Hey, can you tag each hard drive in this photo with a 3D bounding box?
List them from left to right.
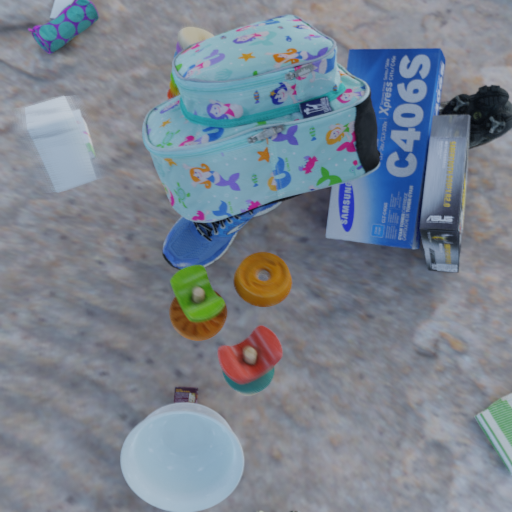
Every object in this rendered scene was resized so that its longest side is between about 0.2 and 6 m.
[{"bbox_3d":[-4.521,-5.900,13.243,0.526,0.106,0.797,8,76,2],"label":"hard drive"}]

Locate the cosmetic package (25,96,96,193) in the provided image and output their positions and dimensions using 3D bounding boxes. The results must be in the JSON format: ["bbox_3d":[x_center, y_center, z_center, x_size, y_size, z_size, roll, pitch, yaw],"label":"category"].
[{"bbox_3d":[-3.103,-1.785,8.901,0.678,1.103,1.099,-20,37,-11],"label":"cosmetic package"}]

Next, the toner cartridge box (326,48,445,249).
[{"bbox_3d":[2.527,-2.086,11.017,1.773,0.806,3.732,8,96,26],"label":"toner cartridge box"}]

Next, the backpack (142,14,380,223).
[{"bbox_3d":[-0.101,-2.188,9.179,3.537,2.663,3.140,-24,36,1],"label":"backpack"}]

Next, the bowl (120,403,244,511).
[{"bbox_3d":[-1.292,3.480,10.202,2.156,0.969,2.156,0,107,0],"label":"bowl"}]

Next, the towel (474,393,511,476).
[{"bbox_3d":[5.344,3.229,10.863,1.822,0.213,1.389,-28,78,-8],"label":"towel"}]

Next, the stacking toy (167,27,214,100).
[{"bbox_3d":[-1.292,-3.235,10.436,0.790,1.850,0.790,14,46,-15],"label":"stacking toy"}]

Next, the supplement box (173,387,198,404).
[{"bbox_3d":[-1.374,2.944,10.857,0.432,0.336,0.784,3,76,1],"label":"supplement box"}]

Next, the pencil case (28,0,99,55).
[{"bbox_3d":[-4.365,-5.289,12.769,1.502,0.694,0.639,-43,47,-10],"label":"pencil case"}]

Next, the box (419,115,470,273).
[{"bbox_3d":[3.626,-1.051,10.653,0.657,2.720,2.154,6,75,21],"label":"box"}]

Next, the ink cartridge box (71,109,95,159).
[{"bbox_3d":[-3.976,-2.606,12.267,0.622,0.358,1.062,-17,76,-4],"label":"ink cartridge box"}]

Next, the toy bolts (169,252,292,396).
[{"bbox_3d":[-0.218,1.212,9.267,2.057,1.493,2.153,-21,62,-15],"label":"toy bolts"}]

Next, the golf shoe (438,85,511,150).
[{"bbox_3d":[3.536,-2.574,11.878,3.559,1.682,1.384,-1,92,24],"label":"golf shoe"}]

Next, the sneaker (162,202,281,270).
[{"bbox_3d":[-0.652,-0.976,11.314,3.161,1.409,1.242,-42,79,-9],"label":"sneaker"}]
